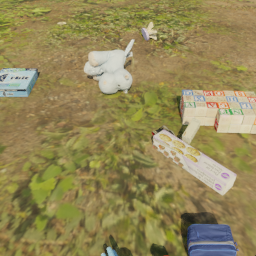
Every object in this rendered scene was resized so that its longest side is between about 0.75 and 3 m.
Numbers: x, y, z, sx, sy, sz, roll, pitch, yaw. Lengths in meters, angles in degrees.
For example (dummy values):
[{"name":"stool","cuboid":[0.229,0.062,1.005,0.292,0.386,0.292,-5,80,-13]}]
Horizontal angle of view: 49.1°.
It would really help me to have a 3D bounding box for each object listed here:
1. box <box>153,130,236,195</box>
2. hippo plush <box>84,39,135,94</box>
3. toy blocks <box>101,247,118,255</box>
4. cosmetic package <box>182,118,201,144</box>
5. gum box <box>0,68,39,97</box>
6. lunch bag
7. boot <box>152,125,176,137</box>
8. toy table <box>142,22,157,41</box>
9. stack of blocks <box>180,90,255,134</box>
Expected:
[{"name":"box","cuboid":[2.062,1.035,9.220,0.612,0.571,2.953,-29,47,-31]},{"name":"hippo plush","cuboid":[-0.614,-2.422,12.960,2.514,2.003,2.022,-17,68,-12]},{"name":"toy blocks","cuboid":[0.441,3.404,6.088,1.768,0.770,2.122,-17,45,-20]},{"name":"cosmetic package","cuboid":[2.215,0.099,9.812,0.298,0.441,0.838,26,64,23]},{"name":"gum box","cuboid":[-5.371,-2.192,13.294,1.741,0.456,2.049,0,39,-1]},{"name":"lunch bag","cuboid":[2.034,2.865,6.729,1.192,0.810,0.788,-4,41,9]},{"name":"boot","cuboid":[1.326,0.256,10.431,0.610,0.292,0.808,-24,42,-22]},{"name":"toy table","cuboid":[1.351,-5.982,17.593,0.703,1.104,1.201,-22,40,-2]},{"name":"stack of blocks","cuboid":[3.643,-0.675,11.088,2.965,0.869,1.707,2,39,3]}]
